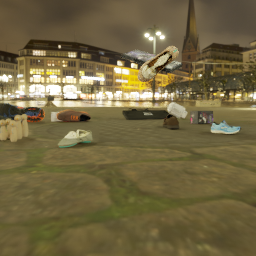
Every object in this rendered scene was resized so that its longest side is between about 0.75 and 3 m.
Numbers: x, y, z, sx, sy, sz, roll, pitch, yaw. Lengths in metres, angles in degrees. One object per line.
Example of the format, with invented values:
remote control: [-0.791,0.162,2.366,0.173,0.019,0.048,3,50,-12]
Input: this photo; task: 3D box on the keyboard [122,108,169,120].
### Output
keyboard: [1.137,-0.701,17.293,2.956,0.586,1.538,-1,29,-17]

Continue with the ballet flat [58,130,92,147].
ballet flat: [-1.376,0.243,7.298,0.397,0.375,1.178,4,7,32]

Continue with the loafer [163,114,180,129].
loafer: [1.827,-0.292,11.656,0.584,0.570,1.599,-1,6,-6]

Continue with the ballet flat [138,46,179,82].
ballet flat: [1.178,-2.739,12.317,2.335,0.795,0.785,-39,8,35]

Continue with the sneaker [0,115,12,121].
sneaker: [-6.349,-0.490,13.679,1.273,0.578,0.483,-3,4,-34]

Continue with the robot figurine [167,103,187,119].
robot figurine: [3.029,-1.092,17.442,1.336,0.754,1.133,30,-1,11]

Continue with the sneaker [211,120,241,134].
sneaker: [3.365,-0.034,9.664,1.008,0.454,0.395,3,7,31]

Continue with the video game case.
video game case: [1.203,-3.309,13.742,2.569,0.244,1.835,22,29,20]

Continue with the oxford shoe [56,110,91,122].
oxford shoe: [-2.836,-0.619,14.806,1.813,0.645,0.657,-3,12,-25]

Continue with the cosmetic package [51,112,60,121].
cosmetic package: [-3.485,-0.635,15.453,1.400,0.518,0.712,1,5,-6]

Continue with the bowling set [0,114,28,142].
bowling set: [-3.539,-0.024,8.228,0.933,0.719,1.340,0,5,-6]

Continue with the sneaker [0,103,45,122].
sneaker: [-5.768,-0.720,14.906,2.703,1.018,1.060,8,-2,-6]

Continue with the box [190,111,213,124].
box: [3.615,-0.535,13.759,1.036,0.634,0.550,-2,5,-29]
